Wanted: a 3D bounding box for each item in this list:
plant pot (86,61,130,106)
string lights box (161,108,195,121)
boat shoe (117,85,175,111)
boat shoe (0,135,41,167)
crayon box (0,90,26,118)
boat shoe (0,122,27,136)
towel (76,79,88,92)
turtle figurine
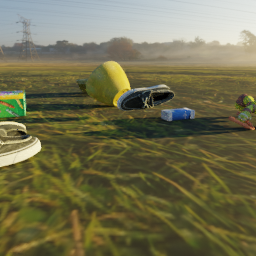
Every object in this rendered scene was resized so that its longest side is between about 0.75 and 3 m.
[{"bbox_3d":[-0.639,-1.658,11.726,1.823,1.823,1.294,-16,52,-46],"label":"plant pot"},{"bbox_3d":[1.685,-0.469,9.469,1.008,0.297,0.518,-6,16,-21],"label":"string lights box"},{"bbox_3d":[0.629,-1.020,9.698,2.029,0.717,0.646,-19,30,-13],"label":"boat shoe"},{"bbox_3d":[-2.810,0.343,5.329,0.859,0.774,2.431,10,15,42],"label":"boat shoe"},{"bbox_3d":[-4.569,-0.931,10.463,1.389,0.681,2.339,-5,15,-18],"label":"crayon box"},{"bbox_3d":[-3.093,0.281,6.347,0.630,0.669,1.864,51,28,18],"label":"boat shoe"},{"bbox_3d":[-1.998,-2.315,15.252,1.417,0.348,1.910,1,-8,1],"label":"towel"},{"bbox_3d":[4.238,-0.596,8.735,2.833,0.912,2.284,-1,15,-3],"label":"turtle figurine"}]
